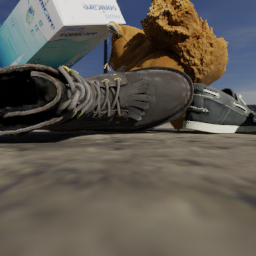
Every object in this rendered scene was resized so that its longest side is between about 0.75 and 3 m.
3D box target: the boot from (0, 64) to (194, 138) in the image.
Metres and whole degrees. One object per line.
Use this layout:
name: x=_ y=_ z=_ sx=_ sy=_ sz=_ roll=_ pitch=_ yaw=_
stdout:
boot: x=-0.463 y=-0.300 z=3.405 sx=2.926 sy=1.013 sz=2.547 roll=-9 pitch=2 yaw=3

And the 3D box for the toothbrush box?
toothbrush box: x=-1.654 y=-2.176 z=6.453 sx=2.575 sy=1.098 sz=1.885 roll=-22 pitch=3 yaw=42

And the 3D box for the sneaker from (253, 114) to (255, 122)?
sneaker: x=2.332 y=-0.108 z=4.383 sx=0.526 sy=0.447 sz=1.153 roll=29 pitch=23 yaw=11

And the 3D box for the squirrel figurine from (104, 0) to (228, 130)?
squirrel figurine: x=0.602 y=-1.424 z=5.540 sx=1.730 sy=2.282 sz=2.445 roll=-6 pitch=-34 yaw=-41

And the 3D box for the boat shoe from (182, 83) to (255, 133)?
boat shoe: x=1.977 y=-0.321 z=5.245 sx=2.463 sy=0.833 sz=0.885 roll=2 pitch=1 yaw=-42
